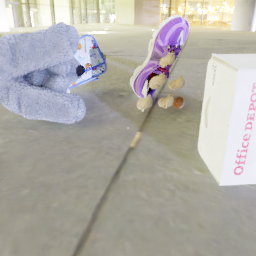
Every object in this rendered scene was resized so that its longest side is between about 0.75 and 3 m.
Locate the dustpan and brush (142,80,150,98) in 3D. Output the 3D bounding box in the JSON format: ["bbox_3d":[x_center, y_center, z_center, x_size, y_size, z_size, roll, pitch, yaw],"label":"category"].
[{"bbox_3d":[0.565,-1.135,9.006,0.221,0.772,0.539,21,1,4],"label":"dustpan and brush"}]

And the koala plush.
[{"bbox_3d":[-2.359,-1.711,8.235,2.685,2.591,2.922,0,20,6],"label":"koala plush"}]

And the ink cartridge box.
[{"bbox_3d":[3.014,-0.200,5.176,2.976,2.159,1.246,-2,25,-4],"label":"ink cartridge box"}]

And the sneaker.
[{"bbox_3d":[1.231,-2.243,9.446,1.205,2.988,1.247,18,22,-27],"label":"sneaker"}]

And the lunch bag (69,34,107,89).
[{"bbox_3d":[-1.796,-2.333,10.116,2.048,1.641,0.774,-25,13,-10],"label":"lunch bag"}]

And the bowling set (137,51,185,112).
[{"bbox_3d":[1.283,-1.167,8.441,1.393,2.001,1.074,26,-3,-9],"label":"bowling set"}]
